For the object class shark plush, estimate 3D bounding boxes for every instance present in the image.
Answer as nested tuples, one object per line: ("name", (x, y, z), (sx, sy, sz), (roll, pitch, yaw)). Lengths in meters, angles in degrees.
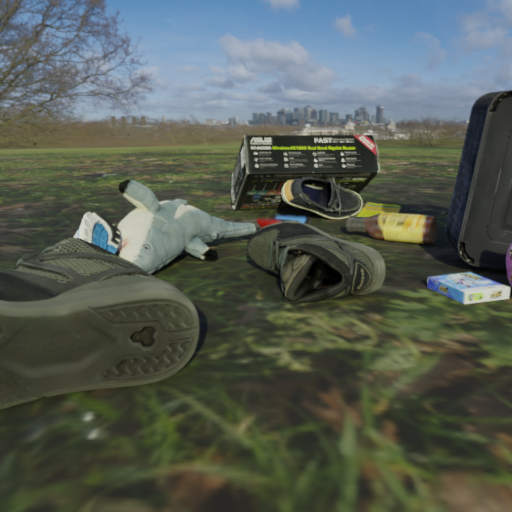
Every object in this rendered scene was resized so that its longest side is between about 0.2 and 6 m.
("shark plush", (-1.330, -0.197, 10.285), (1.433, 1.563, 3.441), (38, 17, 30))

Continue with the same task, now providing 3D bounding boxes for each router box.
("router box", (1.166, -2.145, 14.720), (3.434, 1.067, 2.573), (-2, -15, -11))

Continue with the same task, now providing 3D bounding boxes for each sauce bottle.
("sauce bottle", (2.797, -0.598, 11.693), (1.844, 0.609, 0.609), (6, 15, 31))

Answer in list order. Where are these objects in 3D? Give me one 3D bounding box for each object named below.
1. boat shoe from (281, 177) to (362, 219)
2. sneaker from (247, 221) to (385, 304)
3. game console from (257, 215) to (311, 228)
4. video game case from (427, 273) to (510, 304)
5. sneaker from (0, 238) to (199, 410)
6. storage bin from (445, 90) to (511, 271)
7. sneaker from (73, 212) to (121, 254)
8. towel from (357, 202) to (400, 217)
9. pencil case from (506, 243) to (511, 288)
("boat shoe", (1.755, -1.444, 13.803), (2.339, 0.873, 0.728), (9, -16, -30))
("sneaker", (0.539, 0.044, 8.405), (2.459, 0.940, 1.409), (21, 18, 41))
("game console", (0.627, -0.810, 12.416), (0.988, 0.587, 0.852), (4, -22, 21))
("video game case", (3.120, 0.464, 8.277), (0.786, 0.197, 0.867), (-4, 14, -18))
("sneaker", (-2.478, 0.599, 5.612), (3.426, 1.310, 1.962), (-3, 12, -24))
("storage bin", (4.456, -1.229, 9.340), (1.903, 2.815, 1.319), (9, 17, 7))
("sneaker", (-2.586, 0.265, 8.230), (0.804, 0.929, 2.145), (35, 25, -19))
("towel", (3.181, -1.119, 14.583), (0.972, 0.204, 2.259), (4, 15, 18))
("pencil case", (4.830, 0.159, 7.944), (2.316, 0.959, 1.002), (0, 14, -3))
